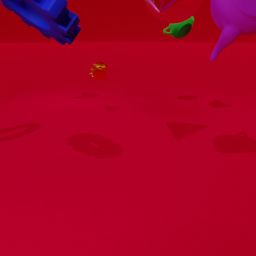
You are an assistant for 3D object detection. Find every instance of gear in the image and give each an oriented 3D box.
[{"bbox_3d":[-1.700,-2.195,4.908,1.850,0.342,1.850,32,-6,4],"label":"gear"}]

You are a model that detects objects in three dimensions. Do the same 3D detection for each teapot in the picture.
[{"bbox_3d":[1.973,-3.870,10.488,1.448,0.900,0.709,-29,65,-8],"label":"teapot"},{"bbox_3d":[2.034,-2.181,5.053,1.271,2.044,1.001,26,-6,-4],"label":"teapot"},{"bbox_3d":[-1.062,-1.983,9.794,0.518,0.658,1.058,5,-6,-24],"label":"teapot"}]

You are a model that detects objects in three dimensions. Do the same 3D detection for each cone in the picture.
[{"bbox_3d":[0.801,-2.607,5.787,1.365,1.365,1.370,6,41,18],"label":"cone"}]
